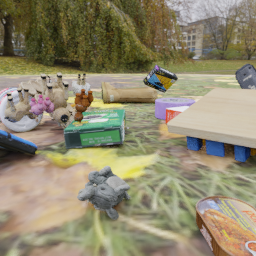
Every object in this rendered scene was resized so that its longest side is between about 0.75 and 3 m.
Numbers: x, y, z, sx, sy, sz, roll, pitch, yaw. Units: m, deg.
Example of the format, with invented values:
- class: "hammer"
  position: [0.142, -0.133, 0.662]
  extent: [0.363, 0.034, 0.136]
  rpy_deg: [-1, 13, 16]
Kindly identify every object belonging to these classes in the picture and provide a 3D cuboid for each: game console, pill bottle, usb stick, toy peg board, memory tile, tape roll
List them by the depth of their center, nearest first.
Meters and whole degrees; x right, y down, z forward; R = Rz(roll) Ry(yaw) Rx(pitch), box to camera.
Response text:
- class: "game console"
  position: [-3.697, 0.568, 5.326]
  extent: [2.830, 1.675, 2.416]
  rpy_deg: [9, -15, 29]
- class: "toy peg board"
  position: [2.550, 0.089, 6.183]
  extent: [2.379, 1.164, 2.369]
  rpy_deg: [10, 32, 41]
- class: "usb stick"
  position: [3.422, -0.690, 7.168]
  extent: [0.344, 2.109, 0.585]
  rpy_deg: [-4, -27, -36]
- class: "memory tile"
  position: [-2.122, -0.660, 8.068]
  extent: [1.926, 0.162, 1.476]
  rpy_deg: [43, 15, -7]
- class: "pill bottle"
  position: [-3.380, -0.628, 8.453]
  extent: [1.168, 1.168, 1.953]
  rpy_deg: [-8, 15, -31]
- class: "tape roll"
  position: [1.674, -0.690, 9.967]
  extent: [1.411, 0.599, 1.411]
  rpy_deg: [-1, 13, 0]

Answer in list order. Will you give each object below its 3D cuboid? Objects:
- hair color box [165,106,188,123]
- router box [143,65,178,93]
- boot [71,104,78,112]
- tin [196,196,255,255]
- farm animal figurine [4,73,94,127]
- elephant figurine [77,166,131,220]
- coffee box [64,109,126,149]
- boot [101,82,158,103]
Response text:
- class: "hair color box"
  position: [2.000, -0.286, 8.423]
  extent: [0.908, 0.523, 1.638]
  rpy_deg: [-8, 14, -32]
- class: "router box"
  position: [1.484, -2.214, 12.784]
  extent: [1.326, 0.989, 0.339]
  rpy_deg: [15, 41, -38]
- class: "boot"
  position: [-2.236, -0.734, 10.400]
  extent: [0.940, 0.462, 1.313]
  rpy_deg: [6, 19, 9]
- class: "tin"
  position: [1.190, 1.124, 3.033]
  extent: [0.712, 0.266, 1.271]
  rpy_deg: [-5, 14, -3]
- class: "farm animal figurine"
  position: [-1.860, -0.588, 6.853]
  extent: [1.973, 1.029, 1.951]
  rpy_deg: [0, 33, -12]
- class: "elephant figurine"
  position: [-0.267, 0.858, 3.528]
  extent: [0.649, 0.592, 0.836]
  rpy_deg: [-17, 10, -9]
- class: "coffee box"
  position: [-0.742, -0.046, 7.298]
  extent: [1.371, 0.490, 2.231]
  rpy_deg: [-5, 13, 1]
- class: "boot"
  position: [-0.017, -1.729, 13.952]
  extent: [2.559, 0.846, 2.241]
  rpy_deg: [-3, 28, -8]
